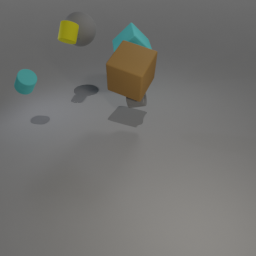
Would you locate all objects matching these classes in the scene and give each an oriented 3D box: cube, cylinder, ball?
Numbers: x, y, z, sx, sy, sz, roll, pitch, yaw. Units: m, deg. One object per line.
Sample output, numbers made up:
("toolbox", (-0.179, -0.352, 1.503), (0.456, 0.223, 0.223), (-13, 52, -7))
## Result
("cube", (0.207, -4.132, 14.218), (1.400, 1.400, 1.400), (-37, 39, 25))
("cylinder", (-2.308, -3.696, 10.844), (0.700, 0.700, 0.700), (10, 2, 0))
("cylinder", (0.339, -1.180, 11.186), (0.700, 0.700, 0.700), (-6, 30, 15))
("cylinder", (-3.785, -1.699, 10.348), (0.700, 0.700, 0.700), (14, 60, -25))
("ball", (-2.057, -4.182, 11.889), (1.400, 1.400, 1.400), (0, 31, 0))
("cube", (0.136, -2.097, 10.349), (1.400, 1.400, 1.400), (22, 59, 13))
